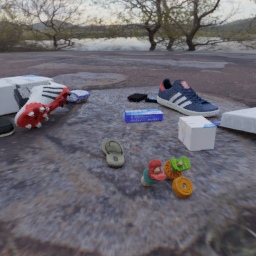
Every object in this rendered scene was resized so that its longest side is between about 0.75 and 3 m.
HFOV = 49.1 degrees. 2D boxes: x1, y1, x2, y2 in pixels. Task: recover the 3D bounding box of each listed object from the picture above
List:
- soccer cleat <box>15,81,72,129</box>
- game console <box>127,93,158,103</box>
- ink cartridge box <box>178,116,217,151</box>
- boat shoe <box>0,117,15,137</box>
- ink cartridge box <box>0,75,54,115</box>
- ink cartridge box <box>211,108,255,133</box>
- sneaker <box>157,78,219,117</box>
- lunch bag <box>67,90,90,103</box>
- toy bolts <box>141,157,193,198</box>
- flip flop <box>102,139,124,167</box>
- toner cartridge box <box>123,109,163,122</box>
[{"bbox_3d":[-3.259,-0.935,10.248,1.244,1.002,2.921,30,37,8],"label":"soccer cleat"},{"bbox_3d":[0.961,-1.432,13.615,1.877,0.226,1.107,10,22,25],"label":"game console"},{"bbox_3d":[2.017,0.115,8.409,0.748,0.729,1.164,-3,19,-9],"label":"ink cartridge box"},{"bbox_3d":[-5.080,-0.268,9.087,2.701,0.846,0.988,10,25,-2],"label":"boat shoe"},{"bbox_3d":[-5.016,-1.500,12.271,2.900,1.214,2.104,-18,26,-42],"label":"ink cartridge box"},{"bbox_3d":[4.720,-0.384,9.461,2.775,0.612,2.827,-9,14,-24],"label":"ink cartridge box"},{"bbox_3d":[2.447,-1.363,11.696,2.984,1.261,1.118,24,29,39],"label":"sneaker"},{"bbox_3d":[-2.369,-1.504,13.320,0.922,0.571,0.783,5,18,37],"label":"lunch bag"},{"bbox_3d":[0.803,1.134,6.058,1.017,0.706,0.972,3,58,-22],"label":"toy bolts"},{"bbox_3d":[-0.399,0.586,7.527,0.589,0.418,1.453,-4,21,-7],"label":"flip flop"},{"bbox_3d":[0.566,-0.483,10.766,1.416,0.306,0.672,-3,20,-10],"label":"toner cartridge box"}]
